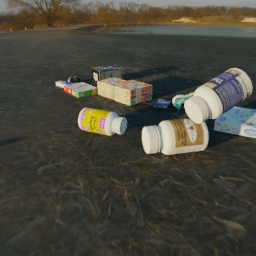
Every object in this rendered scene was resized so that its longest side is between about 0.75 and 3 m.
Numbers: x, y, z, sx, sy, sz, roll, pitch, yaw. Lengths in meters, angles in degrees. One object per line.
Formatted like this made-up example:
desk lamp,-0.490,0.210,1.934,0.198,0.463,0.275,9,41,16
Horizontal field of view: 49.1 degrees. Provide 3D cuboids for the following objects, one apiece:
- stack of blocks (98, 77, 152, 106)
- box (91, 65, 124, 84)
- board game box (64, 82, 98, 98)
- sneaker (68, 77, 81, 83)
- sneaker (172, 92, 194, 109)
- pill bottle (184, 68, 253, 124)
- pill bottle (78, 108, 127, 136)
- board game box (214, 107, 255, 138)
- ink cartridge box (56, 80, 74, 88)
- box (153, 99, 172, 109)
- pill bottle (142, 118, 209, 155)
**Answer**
stack of blocks,-0.210,-2.093,15.380,1.606,0.817,2.789,-20,30,-38
box,-1.338,-3.524,18.451,1.754,0.939,1.302,-13,27,-27
board game box,-2.740,-2.238,16.294,1.310,0.345,1.712,-18,30,-35
sneaker,-3.455,-3.090,18.146,0.466,0.438,1.138,15,28,16
sneaker,3.122,-1.262,13.974,1.851,0.717,0.737,-12,46,-15
pill bottle,2.864,-1.000,9.005,2.041,1.132,1.132,-31,34,-16
pill bottle,-0.992,-0.232,11.084,1.805,0.941,0.941,10,26,23
board game box,4.986,-0.277,11.733,2.207,0.481,2.218,13,27,27
ink cartridge box,-3.952,-2.729,17.514,1.146,0.253,0.539,19,31,36
box,1.743,-1.178,14.116,0.710,0.190,1.172,9,24,20
pill bottle,1.583,0.303,9.596,2.050,1.172,1.172,-6,25,-12
